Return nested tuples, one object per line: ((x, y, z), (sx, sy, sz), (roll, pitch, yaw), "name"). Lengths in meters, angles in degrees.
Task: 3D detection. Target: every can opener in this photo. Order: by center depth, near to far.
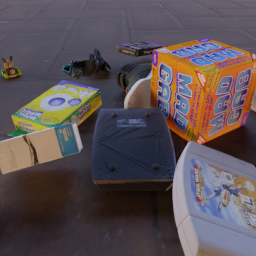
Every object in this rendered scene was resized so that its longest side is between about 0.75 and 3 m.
((-1.380, -2.855, 12.009), (0.717, 0.889, 2.261), (-41, 34, 9), "can opener")

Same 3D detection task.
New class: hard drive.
((0.109, 0.440, 7.083), (1.956, 0.614, 2.900), (-1, 34, -1), "hard drive")

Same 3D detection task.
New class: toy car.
((-4.731, -2.476, 11.203), (0.636, 0.774, 0.611), (-23, 41, -30), "toy car")

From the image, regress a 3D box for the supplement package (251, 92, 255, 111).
((5.211, -1.038, 8.097), (1.351, 1.897, 2.436), (-22, 40, -29), "supplement package")

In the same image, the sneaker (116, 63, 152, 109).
((0.127, -1.358, 9.508), (1.457, 1.038, 2.937), (4, 37, 25), "sneaker")

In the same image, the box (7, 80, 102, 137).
((-2.148, -0.473, 8.343), (1.563, 0.644, 2.663), (16, 44, 23), "box")

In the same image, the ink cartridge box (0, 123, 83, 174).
((-1.921, 0.403, 6.292), (1.642, 0.692, 1.187), (-16, 2, -6), "ink cartridge box")

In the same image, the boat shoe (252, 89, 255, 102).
((4.506, -1.262, 9.689), (1.714, 0.627, 0.537), (-28, 6, -20), "boat shoe")

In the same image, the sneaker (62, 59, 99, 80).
((-1.698, -2.129, 9.989), (1.604, 0.657, 0.587), (-11, 66, 42), "sneaker")

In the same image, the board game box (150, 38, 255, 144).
((2.104, -1.140, 8.067), (2.099, 2.097, 2.097), (-20, 39, -27), "board game box")

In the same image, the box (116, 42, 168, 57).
((0.614, -3.460, 12.232), (1.894, 0.342, 1.354), (-16, 31, -34), "box")

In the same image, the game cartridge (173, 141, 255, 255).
((1.781, 1.387, 5.336), (1.860, 0.580, 2.794), (24, 35, -7), "game cartridge")
